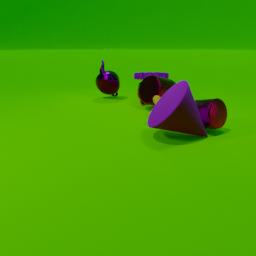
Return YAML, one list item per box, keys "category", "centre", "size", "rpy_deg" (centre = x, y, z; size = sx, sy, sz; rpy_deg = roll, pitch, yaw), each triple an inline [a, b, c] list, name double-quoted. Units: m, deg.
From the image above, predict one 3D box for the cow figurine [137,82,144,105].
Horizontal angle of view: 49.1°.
- category: "cow figurine"
  centre: [1.237, -1.400, 11.120]
  size: [1.708, 0.938, 1.681]
  rpy_deg: [17, 23, 23]

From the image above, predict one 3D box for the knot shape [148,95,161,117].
- category: "knot shape"
  centre: [1.221, -0.552, 8.585]
  size: [1.457, 0.720, 1.557]
  rpy_deg: [-15, 23, -41]

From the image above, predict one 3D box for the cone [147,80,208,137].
- category: "cone"
  centre: [1.500, -0.187, 7.055]
  size: [1.446, 1.440, 1.440]
  rpy_deg: [37, 10, -15]

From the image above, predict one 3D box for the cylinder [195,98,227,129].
- category: "cylinder"
  centre: [2.122, -0.380, 7.598]
  size: [0.802, 0.802, 0.802]
  rpy_deg: [-13, 8, -35]

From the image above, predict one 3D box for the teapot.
- category: "teapot"
  centre: [-0.835, -2.038, 11.965]
  size: [1.083, 1.741, 0.853]
  rpy_deg: [-4, 41, 30]

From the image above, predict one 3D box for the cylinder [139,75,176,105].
- category: "cylinder"
  centre: [1.107, -1.321, 10.130]
  size: [1.038, 1.038, 1.038]
  rpy_deg: [3, 11, -44]

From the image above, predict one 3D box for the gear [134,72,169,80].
- category: "gear"
  centre: [0.922, -2.059, 11.123]
  size: [1.358, 0.251, 1.358]
  rpy_deg: [0, 8, 0]
